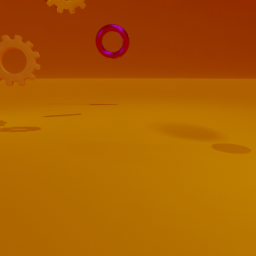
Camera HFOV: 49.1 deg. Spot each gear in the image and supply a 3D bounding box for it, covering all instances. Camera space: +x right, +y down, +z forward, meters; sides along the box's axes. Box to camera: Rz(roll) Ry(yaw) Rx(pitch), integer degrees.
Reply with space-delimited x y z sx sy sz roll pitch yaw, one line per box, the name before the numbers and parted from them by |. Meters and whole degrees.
gear | -1.685 -3.938 7.700 1.475 1.475 0.273 -6 44 -28
gear | -2.662 -1.559 6.539 1.152 1.152 0.213 -2 8 -10

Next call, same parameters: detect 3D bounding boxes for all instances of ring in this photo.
ring | -0.667 -3.690 12.010 1.471 1.471 0.294 0 31 1
